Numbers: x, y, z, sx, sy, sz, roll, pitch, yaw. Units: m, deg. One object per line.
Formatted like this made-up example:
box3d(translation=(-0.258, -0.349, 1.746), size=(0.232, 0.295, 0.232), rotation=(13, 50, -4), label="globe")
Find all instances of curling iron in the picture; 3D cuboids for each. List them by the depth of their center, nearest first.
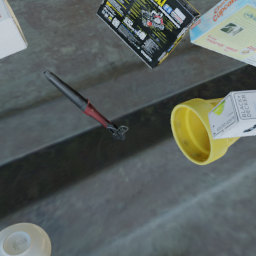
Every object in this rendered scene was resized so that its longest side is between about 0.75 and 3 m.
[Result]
box3d(translation=(-0.737, -0.417, 5.384), size=(0.515, 2.078, 0.266), rotation=(-4, 50, 54), label="curling iron")

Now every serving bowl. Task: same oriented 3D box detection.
box3d(translation=(-1.720, 1.889, 4.403), size=(0.980, 0.322, 0.980), rotation=(5, 37, -4), label="serving bowl")

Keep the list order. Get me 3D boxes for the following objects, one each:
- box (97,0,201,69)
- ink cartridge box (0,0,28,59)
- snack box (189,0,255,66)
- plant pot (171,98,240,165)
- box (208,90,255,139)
box3d(translation=(0.315, -2.070, 5.088), size=(1.582, 1.263, 0.390), rotation=(45, 41, 3), label="box")
box3d(translation=(-3.534, -2.137, 6.437), size=(2.018, 0.856, 1.469), rotation=(-25, 53, -10), label="ink cartridge box")
box3d(translation=(2.746, -2.057, 6.090), size=(2.482, 1.442, 0.460), rotation=(8, 72, -31), label="snack box")
box3d(translation=(1.637, -0.064, 5.374), size=(1.151, 1.224, 1.224), rotation=(-22, 53, -19), label="plant pot")
box3d(translation=(1.304, -0.134, 2.613), size=(0.938, 0.547, 0.282), rotation=(-6, 73, -7), label="box")
